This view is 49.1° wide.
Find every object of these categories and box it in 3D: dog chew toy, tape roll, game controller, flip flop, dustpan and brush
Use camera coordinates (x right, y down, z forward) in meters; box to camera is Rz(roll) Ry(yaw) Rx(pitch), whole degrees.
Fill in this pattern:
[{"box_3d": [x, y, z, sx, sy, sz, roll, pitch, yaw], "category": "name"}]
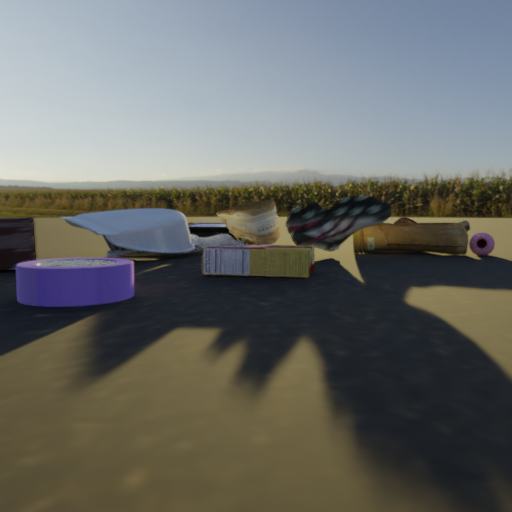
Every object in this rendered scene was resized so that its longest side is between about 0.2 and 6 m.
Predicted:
[{"box_3d": [4.557, -0.225, 11.301, 0.472, 0.472, 0.758, 2, -1, 23], "category": "dog chew toy"}, {"box_3d": [-1.937, 0.259, 6.049, 1.205, 0.395, 1.205, 0, 6, 0], "category": "tape roll"}, {"box_3d": [-0.929, -0.677, 14.539, 2.924, 0.616, 1.526, 2, 18, 17], "category": "game controller"}, {"box_3d": [3.548, -0.575, 12.623, 2.361, 0.680, 0.958, -12, 2, 20], "category": "flip flop"}, {"box_3d": [-1.800, -0.392, 11.404, 3.667, 1.050, 2.560, -11, 17, -33], "category": "dustpan and brush"}]

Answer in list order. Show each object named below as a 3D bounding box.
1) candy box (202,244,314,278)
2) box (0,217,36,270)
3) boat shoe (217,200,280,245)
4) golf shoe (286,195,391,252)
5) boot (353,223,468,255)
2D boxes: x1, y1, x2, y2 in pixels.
[{"box_3d": [0.060, 0.057, 8.132, 1.518, 0.429, 0.886, 3, 5, 11], "category": "candy box"}, {"box_3d": [-3.751, -0.181, 8.515, 0.643, 0.775, 0.637, -3, 1, -33], "category": "box"}, {"box_3d": [-0.186, -0.694, 12.928, 1.062, 0.997, 2.881, -19, 10, -11], "category": "boat shoe"}, {"box_3d": [1.658, -0.616, 11.069, 2.121, 0.934, 0.819, -6, 30, 27], "category": "golf shoe"}, {"box_3d": [3.214, -0.507, 12.047, 2.239, 0.740, 1.960, 0, 27, 10], "category": "boot"}]
